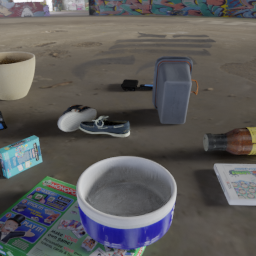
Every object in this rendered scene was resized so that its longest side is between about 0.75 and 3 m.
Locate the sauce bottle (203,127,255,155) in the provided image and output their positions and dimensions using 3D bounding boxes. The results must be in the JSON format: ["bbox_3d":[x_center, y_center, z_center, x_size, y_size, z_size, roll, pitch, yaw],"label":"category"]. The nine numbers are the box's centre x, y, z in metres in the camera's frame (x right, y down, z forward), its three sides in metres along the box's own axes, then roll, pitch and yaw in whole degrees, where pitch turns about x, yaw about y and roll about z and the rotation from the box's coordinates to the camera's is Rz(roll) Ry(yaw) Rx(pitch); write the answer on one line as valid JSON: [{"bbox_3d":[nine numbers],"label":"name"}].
[{"bbox_3d":[3.531,0.364,8.220,2.556,0.844,0.844,0,27,-2],"label":"sauce bottle"}]

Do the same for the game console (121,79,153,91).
[{"bbox_3d":[0.684,-2.063,13.577,1.980,0.239,1.168,4,28,7],"label":"game console"}]

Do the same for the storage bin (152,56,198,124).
[{"bbox_3d":[1.741,-1.233,10.118,1.612,2.215,1.488,2,38,1],"label":"storage bin"}]

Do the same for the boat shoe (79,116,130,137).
[{"bbox_3d":[-0.799,-0.093,9.408,1.769,0.547,0.662,9,29,17],"label":"boat shoe"}]

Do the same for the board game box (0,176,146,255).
[{"bbox_3d":[-1.094,1.990,5.514,2.841,0.414,1.912,13,29,23],"label":"board game box"}]

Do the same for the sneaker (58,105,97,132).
[{"bbox_3d":[-1.918,-0.369,9.797,0.719,0.710,1.811,21,22,26],"label":"sneaker"}]

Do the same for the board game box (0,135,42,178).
[{"bbox_3d":[-2.863,0.757,7.503,0.245,0.788,1.044,22,34,36],"label":"board game box"}]

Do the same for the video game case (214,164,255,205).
[{"bbox_3d":[3.111,1.366,6.972,1.589,0.188,1.446,1,27,1],"label":"video game case"}]

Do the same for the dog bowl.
[{"bbox_3d":[-0.030,1.361,5.486,1.887,0.743,1.887,0,28,0],"label":"dog bowl"}]

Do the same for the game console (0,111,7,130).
[{"bbox_3d":[-4.737,-0.209,9.747,0.825,0.725,0.480,-17,3,-30],"label":"game console"}]

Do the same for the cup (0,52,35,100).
[{"bbox_3d":[-5.215,-2.230,12.262,2.418,1.729,2.418,1,28,0],"label":"cup"}]
